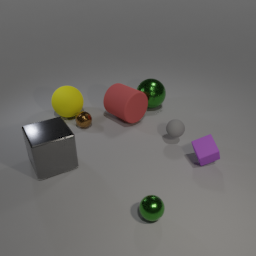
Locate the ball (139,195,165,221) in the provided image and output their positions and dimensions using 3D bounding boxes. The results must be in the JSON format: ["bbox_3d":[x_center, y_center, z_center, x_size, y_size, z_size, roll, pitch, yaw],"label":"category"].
[{"bbox_3d":[0.656,2.194,7.692,0.700,0.700,0.700,0,32,0],"label":"ball"}]

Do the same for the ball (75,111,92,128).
[{"bbox_3d":[-1.868,-0.357,11.829,0.700,0.700,0.700,0,32,0],"label":"ball"}]

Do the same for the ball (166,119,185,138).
[{"bbox_3d":[1.789,0.016,10.547,0.700,0.700,0.700,0,32,0],"label":"ball"}]

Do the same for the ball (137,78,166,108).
[{"bbox_3d":[1.076,-1.621,13.175,1.400,1.400,1.400,0,32,0],"label":"ball"}]

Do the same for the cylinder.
[{"bbox_3d":[-0.104,-1.085,12.098,1.400,1.400,1.400,-27,39,-36],"label":"cylinder"}]

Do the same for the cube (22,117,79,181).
[{"bbox_3d":[-2.639,0.655,9.539,1.400,1.400,1.400,-17,36,-25],"label":"cube"}]

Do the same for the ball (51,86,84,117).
[{"bbox_3d":[-2.683,-1.174,12.455,1.400,1.400,1.400,0,32,0],"label":"ball"}]

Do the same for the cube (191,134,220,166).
[{"bbox_3d":[2.645,0.756,9.517,0.700,0.700,0.700,-22,57,8],"label":"cube"}]
